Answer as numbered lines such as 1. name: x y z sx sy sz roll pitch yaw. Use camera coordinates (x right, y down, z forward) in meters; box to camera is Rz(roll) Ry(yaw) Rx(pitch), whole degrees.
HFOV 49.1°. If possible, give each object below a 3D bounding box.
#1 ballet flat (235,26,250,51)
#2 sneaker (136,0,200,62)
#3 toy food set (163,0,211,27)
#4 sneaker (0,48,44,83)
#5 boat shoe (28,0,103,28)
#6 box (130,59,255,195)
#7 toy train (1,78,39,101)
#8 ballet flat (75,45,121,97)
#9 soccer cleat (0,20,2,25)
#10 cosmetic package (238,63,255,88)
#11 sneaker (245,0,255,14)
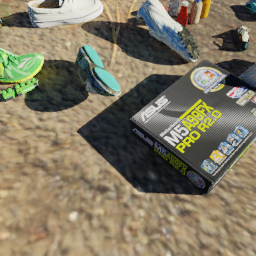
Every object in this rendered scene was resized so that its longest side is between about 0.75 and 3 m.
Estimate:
1. ballet flat: 3.753 -2.998 9.049 0.406 0.408 1.194 2 54 2
2. sneaker: 1.262 -2.982 8.882 0.949 0.957 2.641 -16 63 -48
3. toy food set: 1.779 -4.141 9.549 2.019 0.908 0.964 8 55 5
4. sneaker: -3.573 -1.811 7.855 2.341 0.978 0.867 -8 54 -7
5. boat shoe: -2.125 -4.165 9.572 2.566 0.896 0.910 -12 56 -8
6. box: 1.915 -0.221 6.914 2.991 0.662 2.396 -39 63 -24
7. toy train: -2.985 -1.065 7.807 1.075 0.224 0.303 -29 69 -19
8. ballet flat: -0.894 -1.381 7.657 0.865 0.865 2.330 -17 47 -12
9. soccer cleat: -4.571 -3.733 9.624 0.470 0.378 1.102 -1 56 -14
10. cosmetic package: 4.005 -1.602 7.616 1.905 0.986 0.696 -36 104 -24
11. sneaker: 4.605 -4.194 9.974 0.446 0.434 1.119 -27 52 4
